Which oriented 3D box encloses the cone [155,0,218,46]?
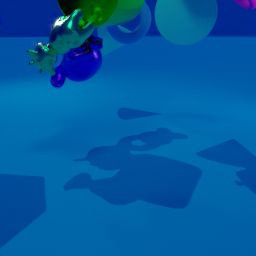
[{"bbox_3d":[1.528,-2.838,6.909,1.408,1.408,1.413,7,25,20],"label":"cone"}]

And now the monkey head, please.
[{"bbox_3d":[-1.215,-1.730,6.475,1.279,1.071,1.778,39,52,2],"label":"monkey head"}]

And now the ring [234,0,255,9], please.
[{"bbox_3d":[3.802,-4.500,9.416,1.310,0.262,1.310,39,14,-12],"label":"ring"}]

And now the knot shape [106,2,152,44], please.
[{"bbox_3d":[-0.413,-3.247,7.508,1.838,1.964,0.908,-18,-3,-34],"label":"knot shape"}]

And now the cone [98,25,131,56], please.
[{"bbox_3d":[-0.265,-3.139,9.580,1.335,1.330,1.330,1,20,4],"label":"cone"}]

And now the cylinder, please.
[{"bbox_3d":[-0.519,-2.800,5.695,1.399,1.399,1.399,9,25,23],"label":"cylinder"}]

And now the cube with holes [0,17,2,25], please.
[{"bbox_3d":[-3.259,-2.161,4.838,1.265,1.265,1.265,7,49,7],"label":"cube with holes"}]

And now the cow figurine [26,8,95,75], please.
[{"bbox_3d":[-1.279,-1.560,5.221,1.208,0.663,1.189,6,60,54],"label":"cow figurine"}]
